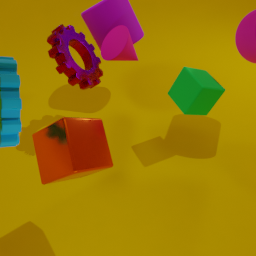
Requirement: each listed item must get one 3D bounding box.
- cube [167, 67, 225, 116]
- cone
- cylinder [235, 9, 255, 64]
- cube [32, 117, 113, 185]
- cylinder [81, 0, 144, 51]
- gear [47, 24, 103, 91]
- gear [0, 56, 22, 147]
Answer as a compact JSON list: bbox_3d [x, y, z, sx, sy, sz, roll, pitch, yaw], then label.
[{"bbox_3d":[1.664,-0.892,6.901,0.840,0.840,0.840,0,44,-36],"label":"cube"},{"bbox_3d":[-0.034,-1.981,7.303,0.962,0.966,0.962,-19,60,37],"label":"cone"},{"bbox_3d":[3.482,-2.260,6.678,1.400,1.400,1.400,2,11,2],"label":"cylinder"},{"bbox_3d":[-0.871,0.355,4.430,0.824,0.824,0.824,0,71,-53],"label":"cube"},{"bbox_3d":[-0.438,-3.041,8.234,1.395,1.395,1.395,-25,24,12],"label":"cylinder"},{"bbox_3d":[-1.285,-1.776,7.066,0.306,1.654,1.654,-24,38,28],"label":"gear"},{"bbox_3d":[-1.662,-0.347,3.810,0.221,1.193,1.193,-3,43,-30],"label":"gear"}]
